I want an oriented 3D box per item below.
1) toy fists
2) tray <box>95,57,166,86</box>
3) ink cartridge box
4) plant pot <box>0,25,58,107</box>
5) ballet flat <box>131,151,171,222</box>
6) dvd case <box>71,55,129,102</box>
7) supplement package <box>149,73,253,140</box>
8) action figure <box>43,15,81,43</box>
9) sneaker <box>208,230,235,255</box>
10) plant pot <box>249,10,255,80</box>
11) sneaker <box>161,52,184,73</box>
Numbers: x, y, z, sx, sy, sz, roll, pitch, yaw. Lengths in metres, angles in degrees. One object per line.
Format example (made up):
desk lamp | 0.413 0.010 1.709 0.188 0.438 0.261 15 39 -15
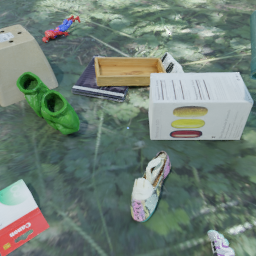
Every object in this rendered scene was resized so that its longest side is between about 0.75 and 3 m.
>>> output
toy fists | -2.439 -0.689 8.650 2.543 1.296 0.874 35 77 31
tray | 0.080 -2.098 10.388 2.525 0.467 1.245 -2 46 -11
ink cartridge box | -2.695 2.031 6.528 1.160 0.361 1.442 -29 50 -26
plant pot | -4.014 -2.382 9.932 2.126 1.883 2.124 -26 50 -25
ballet flat | 0.535 1.321 6.954 0.686 0.706 1.985 5 42 31
dvd case | -0.793 -1.974 10.701 1.903 0.204 2.559 11 45 9
supplement package | 1.995 -0.641 8.394 2.680 1.524 1.468 -1 43 1
action figure | -3.172 -4.621 13.199 0.703 0.556 2.150 26 55 31
sneaker | 1.850 2.672 5.825 0.699 0.388 0.999 -22 48 -22
plant pot | 3.419 -1.968 6.301 1.462 1.462 1.432 -5 85 -5
sneaker | 1.690 -2.394 10.923 0.713 0.661 1.760 23 28 -23
